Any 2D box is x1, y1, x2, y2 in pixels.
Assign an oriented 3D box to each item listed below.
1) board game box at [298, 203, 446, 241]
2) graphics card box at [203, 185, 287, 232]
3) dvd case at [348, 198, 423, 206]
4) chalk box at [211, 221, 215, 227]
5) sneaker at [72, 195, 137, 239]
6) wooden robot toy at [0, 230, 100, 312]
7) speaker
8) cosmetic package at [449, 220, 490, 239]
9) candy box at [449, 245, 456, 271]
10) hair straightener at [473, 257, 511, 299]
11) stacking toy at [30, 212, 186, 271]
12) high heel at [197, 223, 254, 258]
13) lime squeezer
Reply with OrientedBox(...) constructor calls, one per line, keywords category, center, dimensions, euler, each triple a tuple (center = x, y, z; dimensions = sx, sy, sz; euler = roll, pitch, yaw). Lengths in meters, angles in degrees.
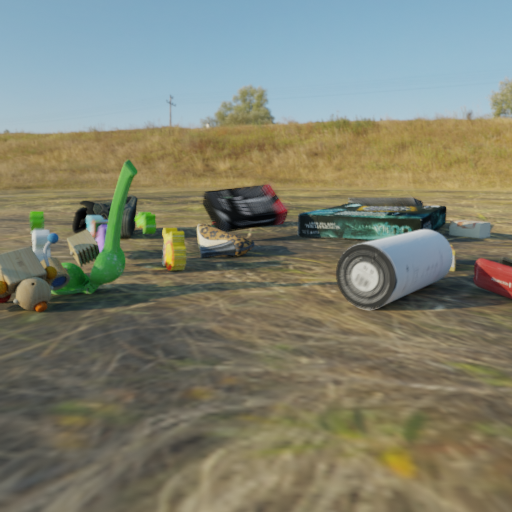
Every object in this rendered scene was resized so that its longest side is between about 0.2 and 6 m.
OrientedBox(category="board game box", center=(3.430, -1.006, 15.738), dimensions=(3.129, 0.651, 4.626), euler=(4, 10, 26))
OrientedBox(category="graphics card box", center=(-0.287, -1.200, 13.965), dimensions=(1.829, 0.465, 1.147), euler=(-9, 49, -26))
OrientedBox(category="dvd case", center=(3.098, -1.286, 13.386), dimensions=(1.525, 0.122, 1.134), euler=(3, 2, 27))
OrientedBox(category="chalk box", center=(-0.767, -1.365, 17.036), dimensions=(0.984, 0.977, 1.576), euler=(5, 11, 20))
OrientedBox(category="sneaker", center=(-3.977, -1.089, 14.981), dimensions=(1.562, 1.042, 2.727), euler=(5, 14, -7))
OrientedBox(category="wooden robot toy", center=(-2.863, 0.397, 7.217), dimensions=(2.023, 0.891, 0.918), euler=(-21, 58, -39))
OrientedBox(category="speaker", center=(1.993, 0.135, 7.787), dimensions=(0.857, 0.857, 2.111), euler=(7, 12, 37))
OrientedBox(category="cosmetic package", center=(5.564, -0.702, 14.603), dimensions=(0.474, 0.400, 0.917), euler=(-7, 11, -36))
OrientedBox(category="candy box", center=(2.872, 0.010, 10.148), dimensions=(1.350, 0.381, 0.788), euler=(1, 10, 15))
OrientedBox(category="hair straightener", center=(4.010, 0.415, 7.110), dimensions=(0.952, 0.506, 2.475), euler=(-4, 10, -24))
OrientedBox(category="stacking toy", center=(-2.897, -0.306, 10.462), dimensions=(2.439, 0.760, 3.234), euler=(-1, 13, -23))
OrientedBox(category="high heel", center=(-0.664, -0.369, 11.731), dimensions=(1.108, 0.555, 1.554), euler=(-7, 26, -7))
OrientedBox(category="lime squeezer", center=(-2.636, 0.070, 7.850), dimensions=(3.410, 1.204, 0.643), euler=(-28, 34, 25))
